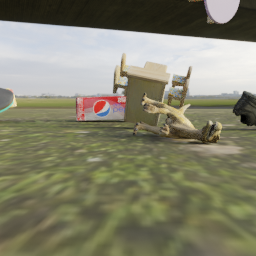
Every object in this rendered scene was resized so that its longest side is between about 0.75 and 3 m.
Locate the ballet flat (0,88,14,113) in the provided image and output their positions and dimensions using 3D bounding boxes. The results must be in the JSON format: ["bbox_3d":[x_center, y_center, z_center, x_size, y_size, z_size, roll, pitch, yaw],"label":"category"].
[{"bbox_3d":[-3.504,-0.491,4.975,2.719,0.993,0.993,-12,5,-1],"label":"ballet flat"}]

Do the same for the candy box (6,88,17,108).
[{"bbox_3d":[-5.702,-0.863,10.423,2.770,0.766,1.599,-13,10,-17],"label":"candy box"}]

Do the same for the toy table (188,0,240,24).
[{"bbox_3d":[3.055,-4.554,9.684,1.717,1.867,1.094,8,12,-8],"label":"toy table"}]

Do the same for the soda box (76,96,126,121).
[{"bbox_3d":[-0.520,-0.768,10.810,2.845,0.902,0.996,-1,4,2],"label":"soda box"}]

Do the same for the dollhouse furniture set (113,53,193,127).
[{"bbox_3d":[0.657,-1.401,7.906,2.170,1.538,2.363,13,44,6],"label":"dollhouse furniture set"}]

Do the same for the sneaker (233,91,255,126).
[{"bbox_3d":[3.200,-0.308,6.981,1.548,0.702,0.588,29,18,-21],"label":"sneaker"}]

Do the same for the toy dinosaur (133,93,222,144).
[{"bbox_3d":[0.908,-0.096,5.657,1.473,0.848,2.913,16,11,-4],"label":"toy dinosaur"}]
